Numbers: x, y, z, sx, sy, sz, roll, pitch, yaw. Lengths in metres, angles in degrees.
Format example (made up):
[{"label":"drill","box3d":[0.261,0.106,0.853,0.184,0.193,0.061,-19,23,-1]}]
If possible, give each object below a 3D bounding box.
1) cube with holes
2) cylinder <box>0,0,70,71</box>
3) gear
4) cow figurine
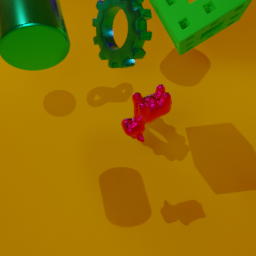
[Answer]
[{"label":"cube with holes","box3d":[1.134,-2.218,4.800,1.257,1.257,1.257,-30,89,12]},{"label":"cylinder","box3d":[-1.435,-1.530,4.140,0.988,0.988,0.988,-14,68,-8]},{"label":"gear","box3d":[-0.166,-2.005,5.658,0.289,1.561,1.561,-14,55,-39]},{"label":"cow figurine","box3d":[0.325,-0.211,4.721,0.923,0.909,0.507,-21,50,-6]}]
